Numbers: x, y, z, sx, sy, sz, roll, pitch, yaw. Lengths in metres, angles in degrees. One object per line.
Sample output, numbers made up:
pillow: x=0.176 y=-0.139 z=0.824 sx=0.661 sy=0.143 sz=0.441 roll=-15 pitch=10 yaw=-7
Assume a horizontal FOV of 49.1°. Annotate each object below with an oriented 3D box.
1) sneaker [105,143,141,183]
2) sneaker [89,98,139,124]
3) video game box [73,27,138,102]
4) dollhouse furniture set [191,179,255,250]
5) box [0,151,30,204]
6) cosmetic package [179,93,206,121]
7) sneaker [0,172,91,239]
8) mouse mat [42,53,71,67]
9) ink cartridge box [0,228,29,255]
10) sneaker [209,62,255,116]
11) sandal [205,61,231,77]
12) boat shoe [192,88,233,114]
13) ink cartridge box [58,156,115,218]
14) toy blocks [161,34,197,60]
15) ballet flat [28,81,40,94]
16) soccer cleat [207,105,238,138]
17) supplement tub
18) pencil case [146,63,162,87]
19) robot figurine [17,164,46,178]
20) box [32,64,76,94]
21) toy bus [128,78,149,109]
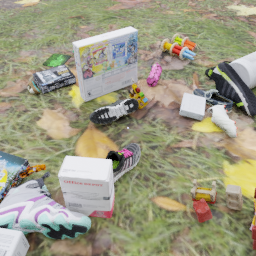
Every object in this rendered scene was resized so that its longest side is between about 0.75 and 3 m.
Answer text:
sneaker: x=-0.225 y=1.026 z=9.357 sx=0.726 sy=0.861 sz=1.969 roll=29 pitch=50 yaw=28
sneaker: x=-0.606 y=-0.675 z=11.344 sx=2.032 sy=0.675 sz=0.919 roll=-22 pitch=13 yaw=-12
video game box: x=-0.876 y=-2.780 z=12.232 sx=2.849 sy=2.596 sz=0.667 roll=-24 pitch=48 yaw=-25
dollhouse furniture set: x=3.032 y=2.436 z=7.933 sx=2.551 sy=1.037 sz=1.373 roll=2 pitch=40 yaw=28
box: x=-4.928 y=1.501 z=9.075 sx=2.829 sy=0.533 sz=1.932 roll=14 pitch=44 yaw=15
cosmetic package: x=2.701 y=-0.914 z=11.669 sx=0.945 sy=0.324 sz=1.254 roll=17 pitch=43 yaw=5
sneaker: x=-2.343 y=2.081 z=8.054 sx=2.743 sy=1.066 sz=1.919 roll=2 pitch=43 yaw=2
mouse mat: x=-3.813 y=-3.652 z=15.081 sx=1.108 sy=0.052 sz=1.377 roll=11 pitch=45 yaw=12
ink cartridge box: x=-3.529 y=3.482 z=6.679 sx=1.472 sy=0.848 sz=2.017 roll=7 pitch=43 yaw=7
sneaker: x=4.528 y=-1.548 z=12.217 sx=1.016 sy=1.173 sz=2.833 roll=-4 pitch=59 yaw=-42
sandal: x=4.898 y=-3.029 z=14.065 sx=2.148 sy=0.484 sz=0.807 roll=-15 pitch=45 yaw=-16
boat shoe: x=3.633 y=-1.307 z=12.101 sx=0.719 sy=0.594 sz=1.922 roll=-28 pitch=49 yaw=-27
ink cartridge box: x=-1.099 y=1.692 z=7.907 sx=1.326 sy=1.832 sz=0.773 roll=4 pitch=43 yaw=5
toy blocks: x=3.072 y=-4.390 z=15.374 sx=1.679 sy=0.732 sz=2.015 roll=-33 pitch=52 yaw=-30
ballet flat: x=-4.378 y=-1.804 z=12.876 sx=0.391 sy=0.366 sz=1.080 roll=-37 pitch=50 yaw=-8
soccer cleat: x=3.693 y=-0.222 z=10.964 sx=0.727 sy=0.649 sz=1.874 roll=-13 pitch=40 yaw=4
supplement tub: x=5.724 y=-2.661 z=12.919 sx=2.246 sy=1.481 sz=1.481 roll=-24 pitch=48 yaw=-25
pencil case: x=1.258 y=-2.570 z=13.466 sx=0.600 sy=0.620 sz=1.323 roll=11 pitch=44 yaw=9
robot figurine: x=-3.026 y=1.348 z=8.775 sx=0.821 sy=0.596 sz=0.239 roll=-22 pitch=82 yaw=10
box: x=-3.514 y=-2.370 z=13.384 sx=1.695 sy=0.422 sz=1.337 roll=-22 pitch=46 yaw=-22
toy bus: x=0.337 y=-1.344 z=11.717 sx=0.606 sy=1.107 sz=1.173 roll=-36 pitch=74 yaw=5
